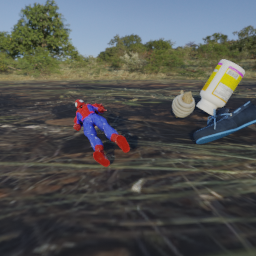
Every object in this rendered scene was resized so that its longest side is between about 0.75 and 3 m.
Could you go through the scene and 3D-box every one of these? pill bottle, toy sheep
[{"bbox_3d":[3.424,-1.491,10.571,1.029,1.975,1.029,30,10,-6],"label":"pill bottle"},{"bbox_3d":[1.768,-0.726,9.002,0.777,1.127,0.777,4,54,-6],"label":"toy sheep"}]

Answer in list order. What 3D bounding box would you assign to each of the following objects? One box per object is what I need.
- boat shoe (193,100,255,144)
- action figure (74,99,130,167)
[{"bbox_3d":[2.233,-0.145,6.547,1.840,0.632,0.774,-18,-14,-25],"label":"boat shoe"},{"bbox_3d":[-0.745,-0.115,5.950,0.786,0.621,2.402,-40,32,-3],"label":"action figure"}]
